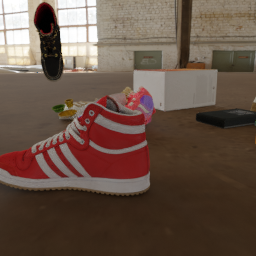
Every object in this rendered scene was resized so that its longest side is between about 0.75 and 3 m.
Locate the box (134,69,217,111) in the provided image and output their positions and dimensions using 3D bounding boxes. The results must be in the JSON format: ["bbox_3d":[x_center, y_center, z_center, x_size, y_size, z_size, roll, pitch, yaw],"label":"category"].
[{"bbox_3d":[1.918,-1.670,11.519,2.760,1.468,2.102,-9,16,-32],"label":"box"}]

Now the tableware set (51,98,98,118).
[{"bbox_3d":[-1.522,-0.628,8.648,1.262,0.288,1.874,-26,29,-32],"label":"tableware set"}]

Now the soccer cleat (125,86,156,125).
[{"bbox_3d":[0.226,-0.311,7.471,0.855,0.981,2.565,-30,15,27],"label":"soccer cleat"}]

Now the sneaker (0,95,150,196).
[{"bbox_3d":[-0.876,0.180,4.076,2.412,1.356,0.859,2,14,7],"label":"sneaker"}]

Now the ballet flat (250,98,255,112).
[{"bbox_3d":[4.911,-0.937,10.013,0.693,0.739,2.044,6,14,44],"label":"ballet flat"}]

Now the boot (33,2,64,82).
[{"bbox_3d":[-2.349,-2.541,8.383,0.736,2.010,1.513,0,-8,-7],"label":"boot"}]

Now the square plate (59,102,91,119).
[{"bbox_3d":[-1.299,-0.674,9.905,2.136,0.307,2.157,-3,14,-10],"label":"square plate"}]

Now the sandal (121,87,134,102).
[{"bbox_3d":[0.076,-1.440,12.072,2.057,0.676,0.754,-8,6,-31],"label":"sandal"}]

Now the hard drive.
[{"bbox_3d":[3.108,-0.320,8.443,1.729,0.284,1.206,-7,15,-25],"label":"hard drive"}]

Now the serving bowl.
[{"bbox_3d":[-0.672,-0.470,7.986,1.482,0.487,1.482,-24,-5,-2],"label":"serving bowl"}]
